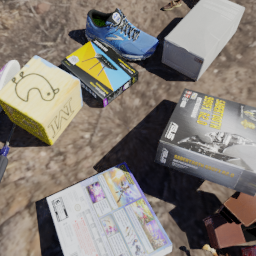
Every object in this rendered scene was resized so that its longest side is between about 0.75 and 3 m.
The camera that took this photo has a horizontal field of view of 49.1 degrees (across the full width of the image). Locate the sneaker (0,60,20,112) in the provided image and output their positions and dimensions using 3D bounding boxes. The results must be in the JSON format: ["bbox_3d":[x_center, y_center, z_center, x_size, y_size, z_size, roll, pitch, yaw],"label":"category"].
[{"bbox_3d":[-4.244,-1.432,8.828,1.097,0.697,1.925,13,63,10],"label":"sneaker"}]

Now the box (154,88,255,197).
[{"bbox_3d":[2.207,0.140,7.183,2.330,0.711,2.942,18,37,14],"label":"box"}]

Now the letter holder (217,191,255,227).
[{"bbox_3d":[2.695,1.804,6.431,0.993,0.499,0.706,-32,59,-23],"label":"letter holder"}]

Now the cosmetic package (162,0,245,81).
[{"bbox_3d":[2.508,-3.111,9.420,1.507,1.272,2.821,35,71,17],"label":"cosmetic package"}]

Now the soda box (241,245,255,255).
[{"bbox_3d":[3.222,3.793,6.000,0.837,0.758,2.391,0,62,-4],"label":"soda box"}]

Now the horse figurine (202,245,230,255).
[{"bbox_3d":[1.708,3.627,5.898,2.449,0.611,1.623,-29,57,-26],"label":"horse figurine"}]

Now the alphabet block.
[{"bbox_3d":[-2.376,-0.735,7.877,1.571,1.579,1.608,29,66,9],"label":"alphabet block"}]

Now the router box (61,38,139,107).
[{"bbox_3d":[-0.910,-1.849,9.112,2.078,0.531,1.550,41,70,19],"label":"router box"}]

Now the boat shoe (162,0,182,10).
[{"bbox_3d":[1.704,-4.783,10.796,0.801,0.288,0.289,-18,64,-9],"label":"boat shoe"}]

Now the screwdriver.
[{"bbox_3d":[-3.438,0.363,8.171,0.409,0.427,2.934,5,54,4],"label":"screwdriver"}]

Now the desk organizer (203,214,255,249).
[{"bbox_3d":[2.907,2.384,6.824,1.896,0.680,0.730,-9,65,-5],"label":"desk organizer"}]

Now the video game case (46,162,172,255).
[{"bbox_3d":[-0.519,2.278,6.674,2.213,0.555,2.441,-24,52,-11],"label":"video game case"}]

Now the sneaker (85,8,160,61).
[{"bbox_3d":[-0.258,-3.210,9.438,2.779,1.239,1.092,22,65,11],"label":"sneaker"}]
